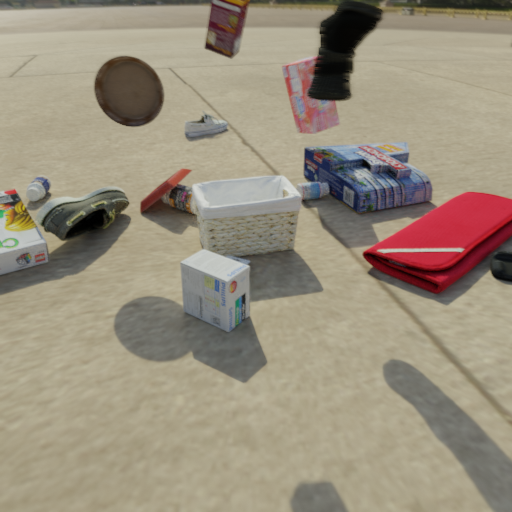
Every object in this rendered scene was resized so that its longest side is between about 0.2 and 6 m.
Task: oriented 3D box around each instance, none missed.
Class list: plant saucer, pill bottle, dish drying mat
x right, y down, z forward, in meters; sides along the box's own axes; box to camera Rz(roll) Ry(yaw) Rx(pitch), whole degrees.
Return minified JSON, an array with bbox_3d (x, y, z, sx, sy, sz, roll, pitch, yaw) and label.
[{"bbox_3d":[-2.174,-1.601,13.229,1.185,0.218,1.187,-31,14,28],"label":"plant saucer"},{"bbox_3d":[-1.693,-1.352,13.097,1.018,0.592,0.592,17,33,29],"label":"pill bottle"},{"bbox_3d":[1.387,-1.605,13.756,0.749,0.408,0.408,-7,29,-14],"label":"pill bottle"},{"bbox_3d":[4.170,-0.512,11.711,1.747,0.414,4.549,23,36,37],"label":"dish drying mat"},{"bbox_3d":[-2.470,-3.226,10.992,1.382,1.382,0.222,2,30,4],"label":"plant saucer"},{"bbox_3d":[-5.377,-1.648,13.801,0.437,0.437,0.787,-1,29,-1],"label":"pill bottle"}]

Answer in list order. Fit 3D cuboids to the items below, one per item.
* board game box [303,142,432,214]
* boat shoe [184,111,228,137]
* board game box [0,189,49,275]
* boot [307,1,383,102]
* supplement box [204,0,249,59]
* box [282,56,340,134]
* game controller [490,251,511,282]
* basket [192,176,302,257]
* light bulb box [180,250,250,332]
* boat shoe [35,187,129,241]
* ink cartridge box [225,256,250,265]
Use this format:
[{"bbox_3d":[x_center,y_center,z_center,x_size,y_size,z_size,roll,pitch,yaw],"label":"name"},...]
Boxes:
[{"bbox_3d":[3.090,-2.168,14.313,2.818,0.870,2.819,-12,30,-20],"label":"board game box"},{"bbox_3d":[-1.688,-4.509,18.823,1.682,0.717,0.621,-18,33,-30],"label":"boat shoe"},{"bbox_3d":[-5.906,-0.214,10.592,3.288,0.569,2.076,-18,46,-30],"label":"board game box"},{"bbox_3d":[1.453,-3.307,9.303,0.689,1.368,1.830,9,5,-12],"label":"boot"},{"bbox_3d":[-0.451,-3.530,8.516,0.476,0.864,0.370,21,40,6],"label":"supplement box"},{"bbox_3d":[1.386,-4.055,14.149,0.835,1.765,0.906,-23,21,-17],"label":"box"},{"bbox_3d":[5.235,0.279,10.451,1.614,0.340,0.842,9,44,17],"label":"game controller"},{"bbox_3d":[-0.205,-0.782,11.362,1.996,1.231,1.353,-8,30,-13],"label":"basket"},{"bbox_3d":[-0.658,0.552,9.135,0.996,0.987,0.621,20,35,31],"label":"light bulb box"},{"bbox_3d":[-3.529,-0.878,12.006,0.749,0.895,2.505,43,28,10],"label":"boat shoe"},{"bbox_3d":[-0.526,0.360,10.204,0.528,0.311,0.917,14,31,24],"label":"ink cartridge box"}]
